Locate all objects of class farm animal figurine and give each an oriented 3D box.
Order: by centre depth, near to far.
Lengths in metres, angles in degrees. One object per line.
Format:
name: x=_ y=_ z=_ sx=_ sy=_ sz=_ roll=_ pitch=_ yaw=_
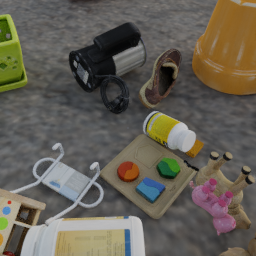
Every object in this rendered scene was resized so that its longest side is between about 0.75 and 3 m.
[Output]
farm animal figurine: x=2.230 y=1.960 z=4.822 sx=2.759 sy=1.455 sz=2.790 roll=14 pitch=41 yaw=-3

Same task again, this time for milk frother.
milk frother: x=-0.240 y=-1.693 z=8.215 sx=2.048 sy=1.965 sz=2.177 roll=-31 pitch=98 yaw=-25

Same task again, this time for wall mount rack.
wall mount rack: x=-1.513 y=1.189 z=5.900 sx=1.865 sy=0.695 sz=1.621 roll=23 pitch=55 yaw=21

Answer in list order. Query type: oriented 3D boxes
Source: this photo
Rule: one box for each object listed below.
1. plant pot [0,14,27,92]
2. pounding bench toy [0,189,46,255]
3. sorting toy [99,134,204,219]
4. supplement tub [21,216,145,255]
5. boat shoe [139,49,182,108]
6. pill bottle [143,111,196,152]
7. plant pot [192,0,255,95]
plant pot: x=-4.008 y=-2.054 z=8.206 sx=1.821 sy=1.660 sz=1.830 roll=-18 pitch=50 yaw=-15
pounding bench toy: x=-2.364 y=1.865 z=5.045 sx=0.927 sy=1.492 sz=1.164 roll=30 pitch=57 yaw=-28
sorting toy: x=0.694 y=0.757 z=6.540 sx=1.738 sy=0.312 sz=2.333 roll=32 pitch=55 yaw=26
supplement tub: x=-0.664 y=2.155 z=4.573 sx=1.832 sy=1.325 sz=1.325 roll=-2 pitch=48 yaw=-1
boat shoe: x=1.139 y=-1.562 z=8.044 sx=0.848 sy=0.846 sz=2.351 roll=44 pitch=56 yaw=-14
pill bottle: x=0.984 y=0.098 z=6.684 sx=0.665 sy=0.665 sz=1.182 roll=-34 pitch=43 yaw=-27
plant pot: x=3.376 y=-2.769 z=8.219 sx=2.670 sy=2.444 sz=2.670 roll=-2 pitch=49 yaw=2
